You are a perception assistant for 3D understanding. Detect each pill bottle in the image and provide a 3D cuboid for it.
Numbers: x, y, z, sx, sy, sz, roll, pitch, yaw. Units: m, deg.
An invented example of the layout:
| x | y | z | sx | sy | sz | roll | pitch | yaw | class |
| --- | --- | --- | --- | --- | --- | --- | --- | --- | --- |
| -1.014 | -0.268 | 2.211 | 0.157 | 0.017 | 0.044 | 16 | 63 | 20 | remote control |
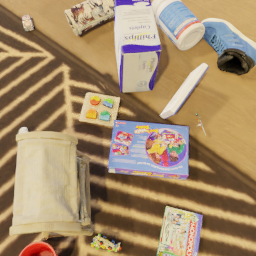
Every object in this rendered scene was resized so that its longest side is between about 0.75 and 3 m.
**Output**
| x | y | z | sx | sy | sz | roll | pitch | yaw | class |
| --- | --- | --- | --- | --- | --- | --- | --- | --- | --- |
| 1.988 | -4.496 | 11.675 | 1.332 | 1.332 | 2.373 | -28 | 69 | -13 | pill bottle |

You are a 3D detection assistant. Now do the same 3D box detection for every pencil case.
| x | y | z | sx | sy | sz | roll | pitch | yaw | class |
| --- | --- | --- | --- | --- | --- | --- | --- | --- | --- |
| -1.319 | -4.980 | 12.026 | 2.857 | 1.111 | 1.278 | -31 | 57 | -14 | pencil case |

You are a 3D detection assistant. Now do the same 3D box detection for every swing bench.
| x | y | z | sx | sy | sz | roll | pitch | yaw | class |
| --- | --- | --- | --- | --- | --- | --- | --- | --- | --- |
| -2.021 | 1.715 | 8.010 | 1.670 | 2.575 | 2.561 | -6 | 65 | 0 | swing bench |

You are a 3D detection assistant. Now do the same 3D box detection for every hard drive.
| x | y | z | sx | sy | sz | roll | pitch | yaw | class |
| --- | --- | --- | --- | --- | --- | --- | --- | --- | --- |
| 1.959 | -1.260 | 9.897 | 0.259 | 1.346 | 2.041 | 37 | 81 | -3 | hard drive |

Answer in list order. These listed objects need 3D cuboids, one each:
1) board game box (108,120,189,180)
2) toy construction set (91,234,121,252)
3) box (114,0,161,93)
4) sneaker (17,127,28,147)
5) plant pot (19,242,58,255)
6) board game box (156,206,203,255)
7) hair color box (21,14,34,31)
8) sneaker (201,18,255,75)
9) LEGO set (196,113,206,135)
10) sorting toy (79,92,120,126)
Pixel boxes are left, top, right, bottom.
| x | y | z | sx | sy | sz | roll | pitch | yaw | class |
| --- | --- | --- | --- | --- | --- | --- | --- | --- | --- |
| 0.722 | 0.731 | 9.592 | 2.622 | 0.587 | 1.763 | 6 | 65 | 3 | board game box |
| -0.647 | 3.473 | 8.319 | 0.921 | 0.604 | 0.424 | 14 | 45 | 3 | toy construction set |
| 0.245 | -3.007 | 10.400 | 1.332 | 2.334 | 2.538 | -6 | 64 | -5 | box |
| -3.288 | 0.846 | 9.580 | 0.843 | 0.721 | 1.935 | -14 | 73 | -17 | sneaker |
| -2.452 | 3.832 | 7.905 | 1.113 | 0.985 | 1.113 | 0 | 65 | -1 | plant pot |
| 1.558 | 3.394 | 8.523 | 1.169 | 0.253 | 1.738 | 12 | 65 | 6 | board game box |
| -4.430 | -4.644 | 12.356 | 0.381 | 0.230 | 0.761 | -17 | 66 | -8 | hair color box |
| 3.819 | -3.213 | 11.192 | 2.838 | 1.089 | 1.579 | 38 | 62 | 10 | sneaker |
| 2.512 | -0.151 | 9.845 | 0.198 | 0.806 | 0.602 | -21 | 45 | 16 | LEGO set |
| -1.054 | -0.733 | 10.485 | 1.357 | 0.247 | 1.256 | 8 | 65 | 4 | sorting toy |
